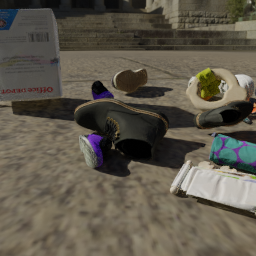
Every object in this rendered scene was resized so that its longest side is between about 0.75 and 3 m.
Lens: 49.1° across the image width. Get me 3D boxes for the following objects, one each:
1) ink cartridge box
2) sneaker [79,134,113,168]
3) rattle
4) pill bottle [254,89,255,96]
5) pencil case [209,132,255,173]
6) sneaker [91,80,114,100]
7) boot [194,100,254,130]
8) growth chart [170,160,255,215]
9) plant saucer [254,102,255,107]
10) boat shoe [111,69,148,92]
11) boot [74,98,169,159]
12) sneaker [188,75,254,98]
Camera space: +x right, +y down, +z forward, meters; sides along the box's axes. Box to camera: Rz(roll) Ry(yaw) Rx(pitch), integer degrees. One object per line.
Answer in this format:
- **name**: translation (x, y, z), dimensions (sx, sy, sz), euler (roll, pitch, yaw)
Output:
- **ink cartridge box**: translation (-3.432, -2.383, 9.697), dimensions (2.070, 2.812, 2.034), euler (-4, 8, -9)
- **sneaker**: translation (-0.576, 0.377, 5.541), dimensions (0.618, 0.432, 1.243), euler (-6, 19, -19)
- **rattle**: translation (3.163, -0.714, 8.977), dimensions (2.455, 1.754, 1.598), euler (32, 65, 31)
- **pill bottle**: translation (5.372, -1.364, 10.582), dimensions (1.034, 0.578, 0.578), euler (-3, 19, -12)
- **pencil case**: translation (2.141, 0.471, 5.051), dimensions (1.290, 0.549, 0.596), euler (15, 53, 36)
- **sneaker**: translation (-0.894, -1.128, 8.969), dimensions (0.559, 0.800, 1.608), euler (-19, 9, -15)
- **boot**: translation (2.541, -0.322, 6.613), dimensions (1.622, 0.628, 1.122), euler (-20, 1, -15)
- **growth chart**: translation (1.553, 0.913, 4.334), dimensions (1.757, 0.156, 1.272), euler (12, 22, 32)
- **plant saucer**: translation (4.745, -0.658, 9.061), dimensions (1.240, 0.200, 1.240), euler (0, 17, 0)
- **boat shoe**: translation (-0.028, -2.119, 12.416), dimensions (0.882, 0.979, 2.723), euler (-2, 17, 31)
- **boot**: translation (-0.343, 0.001, 6.137), dimensions (2.291, 0.888, 1.585), euler (4, 24, 15)
- **sneaker**: translation (3.227, -1.438, 10.363), dimensions (1.574, 1.003, 2.723), euler (-6, 10, -12)
